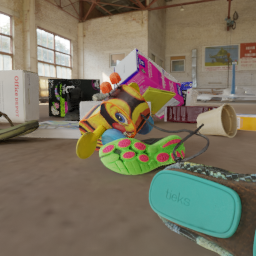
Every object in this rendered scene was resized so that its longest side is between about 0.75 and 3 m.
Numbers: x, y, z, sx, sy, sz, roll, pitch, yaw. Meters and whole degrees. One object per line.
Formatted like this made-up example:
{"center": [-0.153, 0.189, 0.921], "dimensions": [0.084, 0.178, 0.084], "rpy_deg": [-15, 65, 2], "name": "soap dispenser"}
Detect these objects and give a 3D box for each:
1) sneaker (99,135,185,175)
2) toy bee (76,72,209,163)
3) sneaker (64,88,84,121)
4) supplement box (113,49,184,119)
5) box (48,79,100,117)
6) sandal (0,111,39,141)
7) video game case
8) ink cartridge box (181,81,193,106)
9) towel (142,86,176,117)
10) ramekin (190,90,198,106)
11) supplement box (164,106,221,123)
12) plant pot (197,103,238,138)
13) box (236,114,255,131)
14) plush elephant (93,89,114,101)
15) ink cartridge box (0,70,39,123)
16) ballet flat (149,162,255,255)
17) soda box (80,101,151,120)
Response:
{"center": [0.192, 0.392, 3.933], "dimensions": [1.335, 0.512, 0.559], "rpy_deg": [-1, -13, -32], "name": "sneaker"}
{"center": [-0.085, -0.255, 4.359], "dimensions": [2.386, 1.297, 1.562], "rpy_deg": [-18, 29, 32], "name": "toy bee"}
{"center": [-2.456, -1.152, 12.912], "dimensions": [0.876, 1.522, 2.918], "rpy_deg": [-2, 6, -8], "name": "sneaker"}
{"center": [0.931, -1.863, 12.384], "dimensions": [2.909, 1.472, 1.503], "rpy_deg": [30, -48, -33], "name": "supplement box"}
{"center": [-2.930, -1.653, 15.252], "dimensions": [2.706, 2.010, 1.682], "rpy_deg": [-2, 6, -15], "name": "box"}
{"center": [-3.478, -0.099, 6.390], "dimensions": [2.841, 0.811, 1.128], "rpy_deg": [1, 6, 8], "name": "sandal"}
{"center": [-1.602, 0.014, 7.894], "dimensions": [2.419, 0.266, 2.205], "rpy_deg": [1, 6, 10], "name": "video game case"}
{"center": [2.541, -1.277, 12.967], "dimensions": [0.327, 1.762, 0.834], "rpy_deg": [8, 1, -28], "name": "ink cartridge box"}
{"center": [0.856, -0.947, 11.471], "dimensions": [1.150, 0.241, 2.673], "rpy_deg": [7, -21, -17], "name": "towel"}
{"center": [2.745, -1.506, 16.613], "dimensions": [2.765, 1.451, 2.765], "rpy_deg": [0, 6, 0], "name": "ramekin"}
{"center": [2.707, -0.558, 11.274], "dimensions": [2.204, 0.671, 1.200], "rpy_deg": [3, 5, 37], "name": "supplement box"}
{"center": [2.288, -0.146, 7.324], "dimensions": [0.871, 0.871, 0.797], "rpy_deg": [-6, -3, -43], "name": "plant pot"}
{"center": [3.913, -0.192, 9.011], "dimensions": [2.370, 0.491, 1.411], "rpy_deg": [7, 9, 35], "name": "box"}
{"center": [-0.321, -1.056, 13.089], "dimensions": [2.040, 1.680, 1.580], "rpy_deg": [-30, 45, 6], "name": "plush elephant"}
{"center": [-5.315, -1.324, 11.783], "dimensions": [2.896, 2.104, 1.267], "rpy_deg": [1, 6, 13], "name": "ink cartridge box"}
{"center": [0.826, 0.557, 1.555], "dimensions": [0.655, 0.655, 1.763], "rpy_deg": [-3, 10, -28], "name": "ballet flat"}
{"center": [-0.478, -0.556, 10.381], "dimensions": [2.569, 0.875, 0.818], "rpy_deg": [-1, 6, -9], "name": "soda box"}
